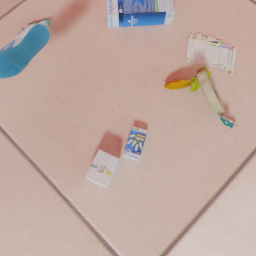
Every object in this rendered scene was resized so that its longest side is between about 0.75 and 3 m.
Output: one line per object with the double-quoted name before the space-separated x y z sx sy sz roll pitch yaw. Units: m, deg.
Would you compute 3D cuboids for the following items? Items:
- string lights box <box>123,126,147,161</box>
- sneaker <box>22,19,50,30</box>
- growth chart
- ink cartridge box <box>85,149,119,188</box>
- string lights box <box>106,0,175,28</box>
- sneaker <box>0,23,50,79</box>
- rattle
"string lights box" 0.278 0.590 10.481 0.602 0.346 1.172 16 75 5
"sneaker" -3.944 -4.309 11.855 1.283 0.498 0.585 -36 73 -11
"growth chart" 3.467 -3.137 11.651 2.138 0.190 1.547 17 74 5
"ink cartridge box" -0.904 1.468 9.989 0.791 0.805 1.093 25 76 7
"string lights box" 0.487 -5.166 11.904 2.768 0.816 1.422 -4 74 -1
"sneaker" -3.325 -2.334 8.565 2.185 0.836 0.883 -40 34 -3
"rattle" 2.788 -0.840 10.668 1.848 1.684 2.586 -26 104 7
